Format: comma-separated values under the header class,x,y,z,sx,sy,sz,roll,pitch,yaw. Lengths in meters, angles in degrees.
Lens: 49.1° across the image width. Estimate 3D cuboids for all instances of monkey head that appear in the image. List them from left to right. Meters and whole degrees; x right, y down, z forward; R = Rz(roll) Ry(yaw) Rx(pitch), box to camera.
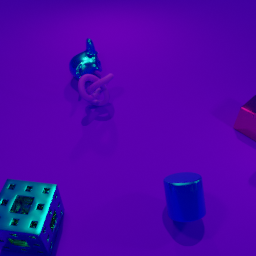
class,x,y,z,sx,sy,sz,roll,pitch,yaw
monkey head,-1.627,-2.464,10.187,1.164,1.390,1.932,-17,30,-6

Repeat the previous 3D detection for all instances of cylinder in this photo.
class,x,y,z,sx,sy,sz,roll,pitch,yaw
cylinder,1.296,1.555,6.412,0.877,0.877,0.877,-8,7,1

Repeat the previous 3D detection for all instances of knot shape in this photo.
class,x,y,z,sx,sy,sz,roll,pitch,yaw
knot shape,-1.017,-1.191,9.109,1.310,1.226,0.605,-24,53,-24

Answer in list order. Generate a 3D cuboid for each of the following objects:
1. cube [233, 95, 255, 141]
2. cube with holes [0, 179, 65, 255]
class,x,y,z,sx,sy,sz,roll,pitch,yaw
cube,3.906,-0.293,8.478,0.886,0.886,0.886,-35,55,-29
cube with holes,-2.166,1.953,6.104,1.132,1.132,1.132,6,46,4
